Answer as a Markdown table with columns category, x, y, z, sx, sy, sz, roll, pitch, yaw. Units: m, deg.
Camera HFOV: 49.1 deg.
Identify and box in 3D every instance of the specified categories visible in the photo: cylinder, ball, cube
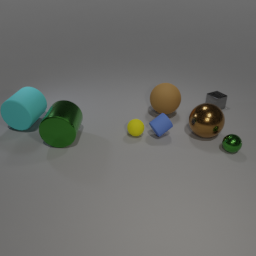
| category | x | y | z | sx | sy | sz | roll | pitch | yaw |
| --- | --- | --- | --- | --- | --- | --- | --- | --- | --- |
| cylinder | -2.589 | -0.175 | 10.964 | 1.400 | 1.400 | 1.400 | 2 | 31 | 3 |
| ball | 0.315 | -0.018 | 11.328 | 0.700 | 0.700 | 0.700 | 0 | 31 | 0 |
| cube | 4.248 | -1.304 | 13.523 | 0.700 | 0.700 | 0.700 | -16 | 35 | -26 |
| ball | 3.874 | 0.571 | 10.424 | 0.700 | 0.700 | 0.700 | 0 | 31 | 0 |
| ball | 3.140 | -0.299 | 11.202 | 1.400 | 1.400 | 1.400 | 0 | 31 | 0 |
| cylinder | -4.372 | -0.840 | 11.851 | 1.400 | 1.400 | 1.400 | 6 | 33 | 10 |
| cylinder | 1.325 | -0.127 | 11.244 | 0.700 | 0.700 | 0.700 | -37 | 38 | -3 |
| ball | 1.681 | -1.324 | 12.594 | 1.400 | 1.400 | 1.400 | 0 | 31 | 0 |
